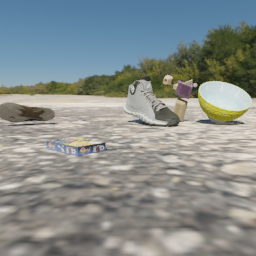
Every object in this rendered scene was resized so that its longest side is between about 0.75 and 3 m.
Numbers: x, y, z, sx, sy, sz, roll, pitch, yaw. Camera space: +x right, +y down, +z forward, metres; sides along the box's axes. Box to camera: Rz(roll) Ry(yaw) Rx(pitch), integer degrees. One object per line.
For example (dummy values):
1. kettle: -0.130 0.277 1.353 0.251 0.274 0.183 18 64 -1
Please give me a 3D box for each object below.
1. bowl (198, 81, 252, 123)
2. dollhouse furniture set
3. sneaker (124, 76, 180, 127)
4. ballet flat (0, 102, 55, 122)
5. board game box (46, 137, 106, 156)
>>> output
1. bowl: 3.406 -0.799 10.261 1.891 1.018 1.891 4 39 -3
2. dollhouse furniture set: 2.066 -1.210 11.172 1.272 1.606 1.140 27 33 31
3. sneaker: 0.791 -1.033 9.952 0.978 1.505 2.606 -11 24 -40
4. ballet flat: -3.564 -0.538 9.805 1.970 0.664 0.457 1 8 -32
5. board game box: -0.976 0.328 5.205 0.958 0.166 0.649 6 9 42
